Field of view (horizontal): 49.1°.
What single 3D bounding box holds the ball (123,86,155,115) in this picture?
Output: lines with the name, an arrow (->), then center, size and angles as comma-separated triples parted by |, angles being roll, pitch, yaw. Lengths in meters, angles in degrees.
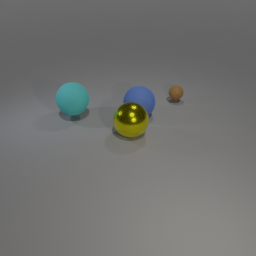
ball -> 0.495, -1.134, 12.261 | 1.400, 1.400, 1.400 | 0, 32, 0

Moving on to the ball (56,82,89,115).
ball -> -2.368, -1.246, 11.998 | 1.400, 1.400, 1.400 | 0, 32, 0

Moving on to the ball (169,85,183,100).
ball -> 2.324, -1.711, 13.548 | 0.700, 0.700, 0.700 | 0, 32, 0

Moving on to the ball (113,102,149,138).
ball -> 0.117, -0.319, 10.925 | 1.400, 1.400, 1.400 | 0, 32, 0
